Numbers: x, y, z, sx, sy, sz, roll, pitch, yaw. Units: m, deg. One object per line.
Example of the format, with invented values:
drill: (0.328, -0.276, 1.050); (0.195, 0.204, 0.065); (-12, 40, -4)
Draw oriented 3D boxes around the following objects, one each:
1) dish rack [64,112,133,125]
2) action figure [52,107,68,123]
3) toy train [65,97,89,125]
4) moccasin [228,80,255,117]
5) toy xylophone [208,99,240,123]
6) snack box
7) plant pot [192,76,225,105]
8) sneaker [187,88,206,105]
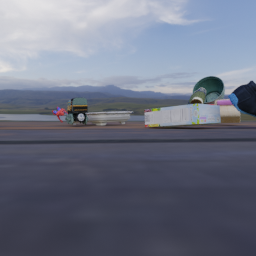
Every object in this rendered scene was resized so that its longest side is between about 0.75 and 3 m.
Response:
dish rack: (-1.133, -0.371, 10.825); (2.246, 0.489, 1.928); (2, 5, 40)
action figure: (-2.337, -0.440, 9.942); (0.379, 0.575, 1.163); (-41, 19, -13)
toy train: (-1.560, -0.517, 8.506); (0.601, 0.804, 1.410); (-1, 4, -21)
moccasin: (3.280, -0.653, 6.695); (2.185, 0.879, 0.745); (-3, -34, -45)
toy xylophone: (3.545, -0.560, 10.491); (1.678, 0.576, 2.292); (0, -7, 14)
snack box: (1.374, -0.287, 7.065); (1.501, 0.508, 1.266); (-6, -2, 40)
plant pot: (3.124, -1.258, 10.579); (1.166, 1.166, 0.782); (1, -27, 33)
sneaker: (2.348, -0.785, 9.840); (0.543, 0.727, 1.620); (25, -27, 6)
